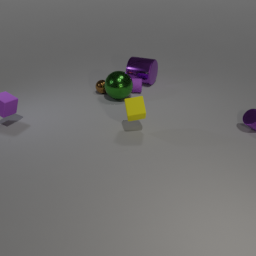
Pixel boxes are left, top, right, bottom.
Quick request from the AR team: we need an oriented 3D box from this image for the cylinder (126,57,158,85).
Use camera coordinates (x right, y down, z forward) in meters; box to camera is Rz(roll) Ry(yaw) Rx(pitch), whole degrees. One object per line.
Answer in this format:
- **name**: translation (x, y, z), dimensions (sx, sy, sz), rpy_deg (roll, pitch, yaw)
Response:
- **cylinder**: translation (0.787, -3.183, 15.551), dimensions (1.400, 1.400, 1.400), rpy_deg (13, 32, 21)

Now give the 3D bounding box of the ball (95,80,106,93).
- **ball**: translation (-1.323, -2.129, 14.395), dimensions (0.700, 0.700, 0.700), rpy_deg (0, 29, 0)

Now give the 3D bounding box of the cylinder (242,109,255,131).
- **cylinder**: translation (4.962, -0.301, 10.909), dimensions (0.700, 0.700, 0.700), rpy_deg (27, 15, -31)

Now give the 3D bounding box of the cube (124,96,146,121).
- **cube**: translation (0.277, -0.724, 10.658), dimensions (0.700, 0.700, 0.700), rpy_deg (-10, 74, -1)

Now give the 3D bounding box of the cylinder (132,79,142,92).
- **cylinder**: translation (0.356, -2.210, 14.533), dimensions (0.700, 0.700, 0.700), rpy_deg (2, 29, 7)

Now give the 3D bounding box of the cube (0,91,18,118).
- **cube**: translation (-4.922, -0.939, 11.162), dimensions (0.700, 0.700, 0.700), rpy_deg (28, 30, 14)

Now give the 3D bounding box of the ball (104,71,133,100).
- **ball**: translation (-0.449, -2.073, 13.624), dimensions (1.400, 1.400, 1.400), rpy_deg (0, 29, 0)
